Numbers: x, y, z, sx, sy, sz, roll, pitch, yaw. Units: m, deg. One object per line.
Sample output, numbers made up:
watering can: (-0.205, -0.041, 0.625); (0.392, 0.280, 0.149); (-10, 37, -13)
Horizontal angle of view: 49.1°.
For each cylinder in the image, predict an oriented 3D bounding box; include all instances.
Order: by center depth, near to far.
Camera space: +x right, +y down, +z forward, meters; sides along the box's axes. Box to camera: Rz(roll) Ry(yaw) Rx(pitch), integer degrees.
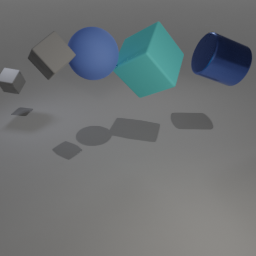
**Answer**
cylinder: (3.053, -2.247, 9.248); (1.400, 1.400, 1.400); (15, 24, -18)

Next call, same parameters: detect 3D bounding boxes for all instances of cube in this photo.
cube: (-1.770, -1.652, 6.470); (0.700, 0.700, 0.700); (-48, 17, -22)
cube: (0.627, -1.995, 8.432); (1.400, 1.400, 1.400); (-13, 46, 42)
cube: (-4.661, -1.874, 11.215); (0.700, 0.700, 0.700); (10, 60, 9)

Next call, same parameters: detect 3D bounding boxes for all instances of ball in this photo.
ball: (-0.953, -2.009, 7.606); (1.400, 1.400, 1.400); (0, 29, 0)
